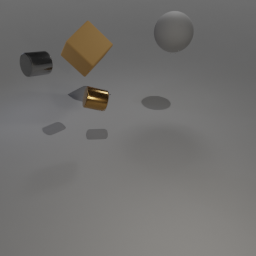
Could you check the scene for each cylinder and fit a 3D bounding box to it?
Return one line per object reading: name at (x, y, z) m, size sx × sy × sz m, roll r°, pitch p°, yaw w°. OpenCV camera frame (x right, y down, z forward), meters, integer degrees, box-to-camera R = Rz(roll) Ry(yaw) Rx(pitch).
cylinder at (-2.736, -1.913, 8.357) m, size 0.700 × 0.700 × 0.700 m, roll 24°, pitch 31°, yaw 35°
cylinder at (-1.060, -0.947, 9.134) m, size 0.700 × 0.700 × 0.700 m, roll 10°, pitch 27°, yaw -20°

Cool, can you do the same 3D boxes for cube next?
cube at (-1.753, -3.284, 11.763) m, size 1.400 × 1.400 × 1.400 m, roll -52°, pitch 12°, yaw -21°

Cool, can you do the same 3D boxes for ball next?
ball at (1.629, -3.419, 10.003) m, size 1.400 × 1.400 × 1.400 m, roll 0°, pitch 31°, yaw 0°
